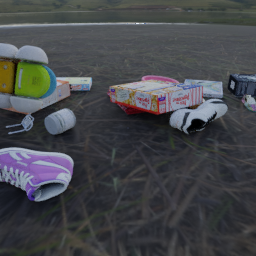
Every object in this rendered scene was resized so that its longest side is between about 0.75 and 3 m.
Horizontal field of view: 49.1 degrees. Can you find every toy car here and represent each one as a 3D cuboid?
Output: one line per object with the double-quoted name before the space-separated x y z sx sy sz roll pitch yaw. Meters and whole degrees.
"toy car" -3.785 -1.768 10.284 2.589 2.265 1.941 10 5 19

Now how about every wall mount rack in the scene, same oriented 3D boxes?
"wall mount rack" -3.804 -0.156 9.927 0.945 0.405 1.087 -48 36 -5

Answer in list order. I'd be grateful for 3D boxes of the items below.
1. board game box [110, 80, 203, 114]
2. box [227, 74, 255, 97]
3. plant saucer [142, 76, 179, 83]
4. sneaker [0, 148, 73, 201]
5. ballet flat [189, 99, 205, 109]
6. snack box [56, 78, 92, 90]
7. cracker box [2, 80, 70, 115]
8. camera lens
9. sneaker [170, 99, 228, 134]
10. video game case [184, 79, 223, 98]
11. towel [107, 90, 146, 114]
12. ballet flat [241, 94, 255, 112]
"board game box" 1.016 -1.323 10.946 2.268 0.693 2.993 -15 21 -31
"box" 5.621 -2.038 13.363 1.293 0.815 1.315 2 26 1
"plant saucer" 1.568 -2.122 13.734 1.850 0.469 1.850 6 23 -3
"sneaker" -2.555 1.145 6.726 2.340 0.848 1.334 -1 29 -3
"ballet flat" 2.720 -1.109 11.610 0.689 0.632 2.007 -13 28 -26
"snack box" -2.909 -2.249 14.269 2.023 0.375 1.175 0 26 -1
"cracker box" -4.065 -1.495 12.245 1.780 0.766 2.657 12 29 25
"camera lens" -2.314 -0.229 9.670 0.718 0.718 0.897 17 31 31
"sneaker" 2.677 -0.337 9.910 2.354 0.868 0.942 -20 35 -19
"video game case" 3.695 -1.982 13.884 1.882 0.227 2.064 7 27 14
"towel" 0.396 -1.312 12.422 1.988 0.309 2.749 -9 27 -20
"ballet flat" 5.141 -1.125 11.843 0.446 0.460 1.291 0 26 4
